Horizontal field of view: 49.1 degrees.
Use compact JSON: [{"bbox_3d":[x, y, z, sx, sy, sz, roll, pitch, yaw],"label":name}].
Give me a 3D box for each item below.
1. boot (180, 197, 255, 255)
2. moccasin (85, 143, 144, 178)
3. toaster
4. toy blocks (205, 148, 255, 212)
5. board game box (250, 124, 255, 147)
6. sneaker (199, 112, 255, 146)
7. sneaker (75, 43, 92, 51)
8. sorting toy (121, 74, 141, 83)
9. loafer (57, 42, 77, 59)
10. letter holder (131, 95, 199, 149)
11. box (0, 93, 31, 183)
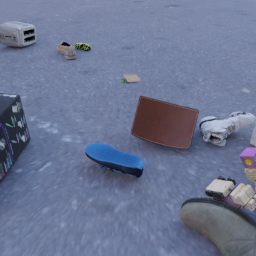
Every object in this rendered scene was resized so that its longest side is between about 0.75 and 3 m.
[{"bbox_3d":[1.798,2.245,4.807,2.419,0.819,1.580,18,43,27],"label":"boot"},{"bbox_3d":[-0.397,0.886,7.033,1.645,0.561,0.662,20,46,29],"label":"moccasin"},{"bbox_3d":[-6.119,-5.277,15.746,1.375,1.210,2.129,13,29,12],"label":"toaster"},{"bbox_3d":[3.357,1.391,5.396,2.447,2.060,2.287,-36,15,-26],"label":"toy blocks"},{"bbox_3d":[4.844,0.256,7.193,1.369,1.394,2.658,-22,40,-30],"label":"board game box"},{"bbox_3d":[2.923,0.050,8.141,1.626,0.611,0.935,-6,35,13],"label":"sneaker"},{"bbox_3d":[-2.394,-4.464,15.230,1.056,0.398,0.404,20,39,25],"label":"sneaker"},{"bbox_3d":[0.046,-2.080,11.871,0.841,0.124,0.621,-7,39,-17],"label":"sorting toy"},{"bbox_3d":[-3.180,-4.183,14.556,0.752,0.658,2.092,-16,37,-23],"label":"loafer"},{"bbox_3d":[1.025,-0.086,8.106,1.700,1.208,0.855,14,-5,5],"label":"letter holder"},{"bbox_3d":[-3.882,0.447,6.744,1.799,1.560,2.942,4,34,6],"label":"box"}]
